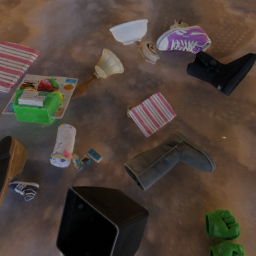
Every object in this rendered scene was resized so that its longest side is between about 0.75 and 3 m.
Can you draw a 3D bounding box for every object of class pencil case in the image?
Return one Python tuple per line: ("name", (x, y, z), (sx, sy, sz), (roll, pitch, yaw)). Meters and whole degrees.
("pencil case", (-2.321, 0.629, 10.063), (0.712, 0.652, 1.569), (21, 51, -20))

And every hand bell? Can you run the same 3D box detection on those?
("hand bell", (-1.496, -2.129, 12.026), (2.479, 1.291, 1.291), (-44, 64, -12))

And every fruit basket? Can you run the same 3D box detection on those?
("fruit basket", (-3.444, -1.391, 11.232), (2.375, 1.202, 2.564), (6, 51, 5))

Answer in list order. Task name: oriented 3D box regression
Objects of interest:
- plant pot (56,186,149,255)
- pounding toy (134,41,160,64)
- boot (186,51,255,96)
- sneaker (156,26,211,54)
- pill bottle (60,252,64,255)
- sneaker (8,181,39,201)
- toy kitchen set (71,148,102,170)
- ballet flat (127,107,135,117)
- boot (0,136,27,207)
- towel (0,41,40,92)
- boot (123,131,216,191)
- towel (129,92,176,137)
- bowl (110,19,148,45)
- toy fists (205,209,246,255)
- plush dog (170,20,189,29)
("plant pot", (-0.569, 2.695, 7.586), (1.941, 1.936, 1.722), (26, 19, 36))
("pounding toy", (0.886, -3.571, 13.309), (0.832, 0.835, 1.455), (-7, 59, -40))
("boot", (4.132, -2.848, 12.352), (2.255, 1.025, 2.684), (37, 68, 19))
("sneaker", (2.736, -4.015, 13.296), (2.628, 0.952, 1.498), (-20, 60, -14))
("pill bottle", (-1.668, 3.836, 7.812), (0.558, 0.558, 1.008), (-8, 55, -6))
("sneaker", (-3.508, 2.078, 9.212), (1.022, 0.358, 0.554), (3, 52, -1))
("toy kitchen set", (-1.422, 1.039, 9.732), (0.537, 0.730, 0.911), (35, 61, 23))
("ballet flat", (0.610, -0.661, 11.137), (1.297, 0.423, 0.457), (-4, 41, -5))
("boot", (-3.917, 1.558, 9.180), (0.930, 0.953, 2.527), (-11, 55, 24))
("towel", (-5.576, -2.829, 12.789), (2.045, 0.418, 2.795), (17, 58, 12))
("boot", (1.387, 1.297, 9.435), (2.412, 0.875, 2.193), (-31, 50, -28))
("towel", (0.978, -0.545, 10.983), (1.668, 0.250, 1.221), (-35, 85, -22))
("bowl", (0.120, -4.537, 13.479), (1.885, 0.847, 1.885), (-12, 12, 3))
("toy fists", (2.870, 3.298, 8.155), (0.962, 0.649, 1.888), (1, 53, 0))
("plush dog", (2.770, -5.174, 14.339), (0.820, 0.766, 0.955), (-14, 52, -39))
